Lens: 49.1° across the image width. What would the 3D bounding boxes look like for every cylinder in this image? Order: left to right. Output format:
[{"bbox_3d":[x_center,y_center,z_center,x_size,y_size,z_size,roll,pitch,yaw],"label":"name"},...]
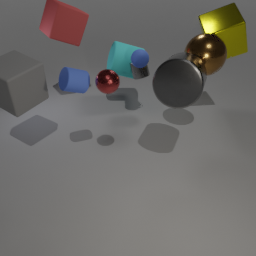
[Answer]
[{"bbox_3d":[-1.607,-1.417,8.367,0.700,0.700,0.700,3,24,-39],"label":"cylinder"},{"bbox_3d":[-0.099,-3.011,12.521,1.400,1.400,1.400,11,29,-17],"label":"cylinder"},{"bbox_3d":[0.483,-2.441,11.543,0.700,0.700,0.700,-15,21,6],"label":"cylinder"},{"bbox_3d":[1.543,-1.420,8.198,1.400,1.400,1.400,10,24,15],"label":"cylinder"}]

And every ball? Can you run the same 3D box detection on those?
[{"bbox_3d":[-0.579,-1.319,7.964,0.700,0.700,0.700,0,32,0],"label":"ball"},{"bbox_3d":[0.456,-2.648,10.679,0.700,0.700,0.700,0,32,0],"label":"ball"},{"bbox_3d":[2.588,-2.456,9.401,1.400,1.400,1.400,0,32,0],"label":"ball"}]

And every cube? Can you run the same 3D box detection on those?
[{"bbox_3d":[-3.661,-1.472,9.146,1.400,1.400,1.400,26,47,23],"label":"cube"},{"bbox_3d":[-2.732,-4.494,11.885,1.400,1.400,1.400,5,27,-39],"label":"cube"},{"bbox_3d":[3.639,-3.614,10.745,1.400,1.400,1.400,-16,50,16],"label":"cube"}]
